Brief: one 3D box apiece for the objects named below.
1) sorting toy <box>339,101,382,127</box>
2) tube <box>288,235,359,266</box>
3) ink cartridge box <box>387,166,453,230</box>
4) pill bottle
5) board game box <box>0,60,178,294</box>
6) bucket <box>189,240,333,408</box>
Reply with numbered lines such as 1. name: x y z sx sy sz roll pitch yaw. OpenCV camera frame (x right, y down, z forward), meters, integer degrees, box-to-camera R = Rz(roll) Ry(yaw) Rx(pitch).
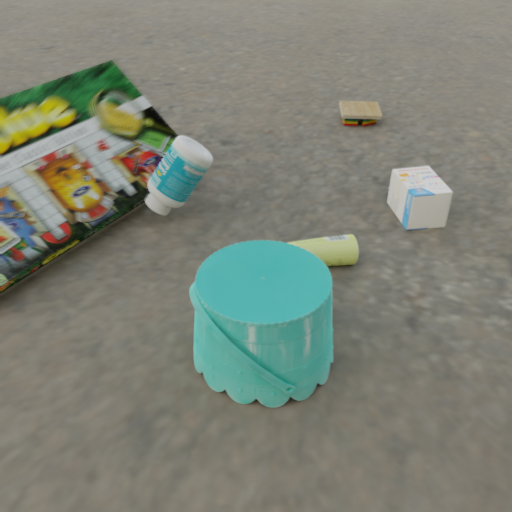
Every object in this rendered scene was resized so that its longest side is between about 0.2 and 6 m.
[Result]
1. sorting toy: 2.865 -3.914 15.511 1.069 0.374 1.075 2 35 2
2. tube: 0.707 -0.016 9.905 2.139 0.621 0.555 -4 40 -9
3. ink cartridge box: 3.246 -1.223 11.348 0.836 0.814 1.300 -6 36 -8
4. pill bottle: -1.568 -1.529 10.955 0.833 1.504 0.833 33 20 -13
5. board game box: -3.937 -1.713 10.720 3.083 0.690 5.885 47 46 0
6. bucket: 0.087 0.863 7.913 2.186 1.422 2.186 0 35 0
